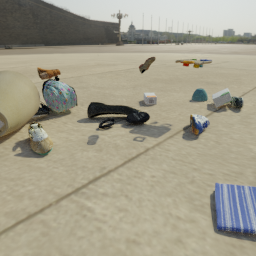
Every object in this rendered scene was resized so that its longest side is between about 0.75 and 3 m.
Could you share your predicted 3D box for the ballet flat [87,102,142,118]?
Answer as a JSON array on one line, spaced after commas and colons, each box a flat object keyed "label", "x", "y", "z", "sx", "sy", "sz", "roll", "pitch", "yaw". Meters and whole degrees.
[{"label": "ballet flat", "x": -0.533, "y": -0.653, "z": 12.633, "sx": 2.636, "sy": 0.749, "sz": 0.876, "roll": 7, "pitch": -8, "yaw": 6}]

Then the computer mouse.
[{"label": "computer mouse", "x": -0.132, "y": -0.235, "z": 11.700, "sx": 2.291, "sy": 0.390, "sz": 0.672, "roll": -12, "pitch": 33, "yaw": -16}]

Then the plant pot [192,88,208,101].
[{"label": "plant pot", "x": 4.119, "y": -1.926, "z": 16.006, "sx": 0.910, "sy": 0.613, "sz": 0.910, "roll": -1, "pitch": 19, "yaw": 0}]

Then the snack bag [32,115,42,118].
[{"label": "snack bag", "x": -5.056, "y": -0.718, "z": 12.825, "sx": 2.067, "sy": 0.221, "sz": 1.949, "roll": 10, "pitch": 16, "yaw": 27}]

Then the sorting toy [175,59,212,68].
[{"label": "sorting toy", "x": 2.942, "y": -2.888, "z": 12.569, "sx": 1.325, "sy": 0.321, "sz": 2.353, "roll": 13, "pitch": 21, "yaw": 32}]

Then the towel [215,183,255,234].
[{"label": "towel", "x": 3.049, "y": 1.794, "z": 6.013, "sx": 2.268, "sy": 0.270, "sz": 1.642, "roll": 3, "pitch": 22, "yaw": 14}]

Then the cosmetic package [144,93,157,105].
[{"label": "cosmetic package", "x": 1.218, "y": -1.631, "z": 15.443, "sx": 0.602, "sy": 0.423, "sz": 1.186, "roll": -1, "pitch": 19, "yaw": -4}]

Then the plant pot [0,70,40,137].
[{"label": "plant pot", "x": -4.696, "y": -0.719, "z": 10.503, "sx": 2.285, "sy": 2.285, "sz": 2.439, "roll": -2, "pitch": 27, "yaw": -5}]

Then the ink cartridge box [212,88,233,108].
[{"label": "ink cartridge box", "x": 4.938, "y": -1.600, "z": 14.696, "sx": 0.888, "sy": 0.535, "sz": 1.223, "roll": -24, "pitch": 12, "yaw": 22}]

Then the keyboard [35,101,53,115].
[{"label": "keyboard", "x": -4.263, "y": -1.013, "z": 13.018, "sx": 1.060, "sy": 0.403, "sz": 2.036, "roll": -6, "pitch": 19, "yaw": -38}]

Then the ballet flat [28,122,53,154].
[{"label": "ballet flat", "x": -3.088, "y": 0.267, "z": 9.581, "sx": 0.717, "sy": 0.664, "sz": 2.035, "roll": -23, "pitch": 26, "yaw": -23}]

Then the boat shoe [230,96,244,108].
[{"label": "boat shoe", "x": 5.589, "y": -1.373, "z": 14.466, "sx": 0.482, "sy": 0.583, "sz": 1.557, "roll": 3, "pitch": 18, "yaw": 6}]

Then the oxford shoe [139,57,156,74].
[{"label": "oxford shoe", "x": 0.835, "y": -2.592, "z": 11.600, "sx": 0.335, "sy": 0.355, "sz": 0.950, "roll": 4, "pitch": -26, "yaw": -37}]

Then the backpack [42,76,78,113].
[{"label": "backpack", "x": -3.343, "y": -1.497, "z": 13.693, "sx": 1.254, "sy": 1.653, "sz": 1.980, "roll": -33, "pitch": 38, "yaw": -31}]

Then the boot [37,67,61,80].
[{"label": "boot", "x": -3.473, "y": -2.443, "z": 12.295, "sx": 0.875, "sy": 0.417, "sz": 1.131, "roll": -19, "pitch": 40, "yaw": -20}]

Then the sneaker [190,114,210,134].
[{"label": "sneaker", "x": 2.890, "y": -0.209, "z": 11.071, "sx": 0.730, "sy": 0.623, "sz": 1.656, "roll": 2, "pitch": 20, "yaw": 7}]
